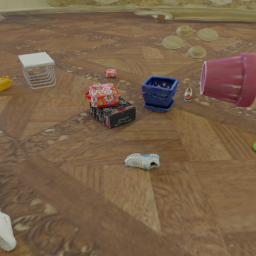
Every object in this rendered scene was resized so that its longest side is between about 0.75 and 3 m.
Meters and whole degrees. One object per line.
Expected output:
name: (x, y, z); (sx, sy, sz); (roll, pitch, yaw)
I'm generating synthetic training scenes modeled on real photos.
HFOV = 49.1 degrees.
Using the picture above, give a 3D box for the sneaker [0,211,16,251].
sneaker: (-3.184, 2.503, 7.083); (1.451, 0.554, 0.584); (25, 29, 34)

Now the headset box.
headset box: (-0.628, -0.728, 12.347); (1.384, 0.718, 1.860); (-21, 37, -30)

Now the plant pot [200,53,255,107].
plant pot: (2.824, -1.380, 7.991); (1.358, 1.517, 1.517); (4, 31, 7)

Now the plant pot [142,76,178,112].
plant pot: (1.509, -1.580, 13.229); (1.447, 1.301, 1.447); (11, 32, 19)

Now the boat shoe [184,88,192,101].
boat shoe: (3.116, -1.726, 14.428); (0.390, 0.343, 1.097); (10, 33, 13)

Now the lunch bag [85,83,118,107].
lunch bag: (-1.182, -1.458, 12.262); (1.380, 0.642, 1.567); (-7, 31, -10)

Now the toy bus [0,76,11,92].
toy bus: (-6.998, -2.352, 15.308); (0.626, 0.520, 1.599); (12, 33, 20)

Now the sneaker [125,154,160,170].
sneaker: (0.498, 1.171, 9.422); (1.216, 0.456, 0.527); (-4, 36, -7)

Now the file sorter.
file sorter: (-5.196, -3.336, 16.119); (1.560, 1.400, 2.249); (-14, 33, -23)

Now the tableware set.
tableware set: (2.044, -2.874, 9.188); (1.482, 0.206, 1.774); (27, 59, 21)

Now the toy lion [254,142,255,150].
toy lion: (5.383, 0.730, 10.255); (1.299, 0.446, 1.245); (-9, 24, -16)

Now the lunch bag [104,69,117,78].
lunch bag: (-1.069, -3.367, 17.202); (0.761, 0.354, 0.864); (1, 30, 1)
